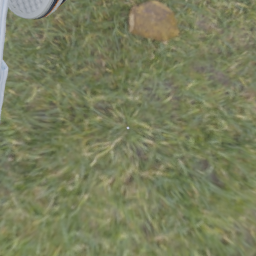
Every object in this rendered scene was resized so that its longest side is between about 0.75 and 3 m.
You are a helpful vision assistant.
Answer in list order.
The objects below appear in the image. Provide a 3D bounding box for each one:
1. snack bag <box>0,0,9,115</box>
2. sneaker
[{"bbox_3d":[-2.101,-1.451,4.039,0.264,2.468,2.327,-6,45,-37],"label":"snack bag"},{"bbox_3d":[-1.208,-3.308,5.105,1.126,1.140,2.870,38,102,-15],"label":"sneaker"}]
